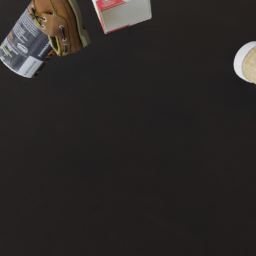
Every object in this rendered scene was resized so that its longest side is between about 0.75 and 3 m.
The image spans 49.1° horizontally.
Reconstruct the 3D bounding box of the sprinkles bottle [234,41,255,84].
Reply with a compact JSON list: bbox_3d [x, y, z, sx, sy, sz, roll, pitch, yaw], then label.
[{"bbox_3d":[3.449,-1.146,6.075,0.991,0.991,2.905,-6,27,-7],"label":"sprinkles bottle"}]

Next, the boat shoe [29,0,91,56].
[{"bbox_3d":[-1.436,-2.193,5.468,0.860,2.530,0.910,-34,70,-3],"label":"boat shoe"}]

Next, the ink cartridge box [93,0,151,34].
[{"bbox_3d":[-0.359,-4.233,8.905,1.566,0.900,2.158,-20,58,0],"label":"ink cartridge box"}]

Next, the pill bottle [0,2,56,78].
[{"bbox_3d":[-2.224,-2.414,7.101,1.145,2.156,1.145,39,22,-19],"label":"pill bottle"}]
